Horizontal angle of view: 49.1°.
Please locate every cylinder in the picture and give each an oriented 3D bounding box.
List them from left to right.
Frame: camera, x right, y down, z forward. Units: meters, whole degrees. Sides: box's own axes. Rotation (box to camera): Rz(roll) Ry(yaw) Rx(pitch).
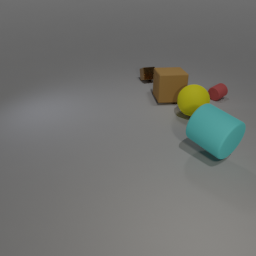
[{"bbox_3d":[2.915,0.096,9.386,1.400,1.400,1.400,-22,45,-33],"label":"cylinder"},{"bbox_3d":[4.514,-1.816,14.070,0.700,0.700,0.700,-27,39,-28],"label":"cylinder"}]

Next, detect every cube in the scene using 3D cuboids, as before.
[{"bbox_3d":[1.129,-3.135,16.201,0.700,0.700,0.700,-7,8,-15],"label":"cube"},{"bbox_3d":[2.064,-2.151,13.867,1.400,1.400,1.400,-3,26,-6],"label":"cube"}]

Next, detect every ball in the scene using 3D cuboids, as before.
[{"bbox_3d":[2.874,-1.204,12.299,1.400,1.400,1.400,0,30,0],"label":"ball"}]
